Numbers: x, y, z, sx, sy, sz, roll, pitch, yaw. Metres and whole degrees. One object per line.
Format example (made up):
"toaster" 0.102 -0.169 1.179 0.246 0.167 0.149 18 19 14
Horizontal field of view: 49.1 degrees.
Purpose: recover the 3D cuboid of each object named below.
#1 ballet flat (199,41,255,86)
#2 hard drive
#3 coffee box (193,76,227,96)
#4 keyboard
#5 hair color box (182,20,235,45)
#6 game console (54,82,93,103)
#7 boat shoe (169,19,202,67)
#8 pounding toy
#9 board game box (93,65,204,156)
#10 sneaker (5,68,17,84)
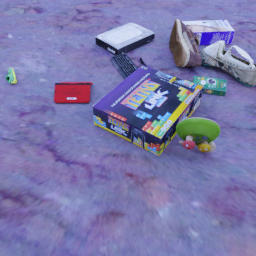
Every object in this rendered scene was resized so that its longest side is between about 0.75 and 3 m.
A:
"ballet flat" 3.759 -2.648 10.566 1.002 1.113 2.955 -33 52 -26
"hard drive" -0.112 -4.011 12.508 2.257 0.427 1.577 -31 52 -30
"coffee box" 2.898 -1.505 9.993 1.179 0.259 0.725 9 45 10
"keyboard" 0.202 -2.435 11.020 1.280 0.207 2.014 -16 47 -16
"hair color box" 3.525 -4.307 12.630 2.140 0.694 1.170 -4 44 -2
"game console" -1.891 -1.264 9.848 1.233 0.732 1.063 0 75 0
"boat shoe" 2.427 -3.502 11.626 1.073 1.075 2.980 7 44 -9
"pounding toy" 1.792 0.371 7.279 1.117 1.447 0.671 4 61 15
"board game box" 0.687 -0.726 8.779 2.349 0.806 2.842 26 49 22
"sneaker" -4.377 -1.940 10.405 0.364 0.322 0.870 -16 46 -21
